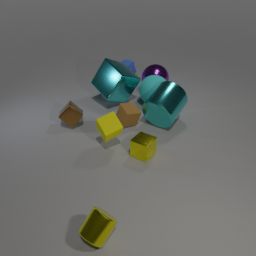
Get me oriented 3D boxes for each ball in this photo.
[{"bbox_3d":[1.396,-2.565,14.374,1.400,1.400,1.400,0,32,0],"label":"ball"},{"bbox_3d":[1.225,-1.758,13.068,1.400,1.400,1.400,0,32,0],"label":"ball"}]

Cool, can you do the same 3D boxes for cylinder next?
[{"bbox_3d":[1.506,-0.955,11.423,1.400,1.400,1.400,21,57,30],"label":"cylinder"},{"bbox_3d":[-0.723,2.380,6.776,0.700,0.700,0.700,27,80,36],"label":"cylinder"}]

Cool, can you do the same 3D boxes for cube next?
[{"bbox_3d":[-0.670,-0.038,9.962,0.700,0.700,0.700,-27,75,-16],"label":"cube"},{"bbox_3d":[-0.083,-3.214,15.171,0.700,0.700,0.700,-40,43,-25],"label":"cube"},{"bbox_3d":[0.544,0.655,9.834,0.700,0.700,0.700,19,37,28],"label":"cube"},{"bbox_3d":[-0.565,-2.176,13.021,1.400,1.400,1.400,48,26,26],"label":"cube"},{"bbox_3d":[0.014,-0.558,11.536,0.700,0.700,0.700,-7,47,-32],"label":"cube"},{"bbox_3d":[-2.329,-0.572,11.482,0.700,0.700,0.700,-45,22,10],"label":"cube"}]
